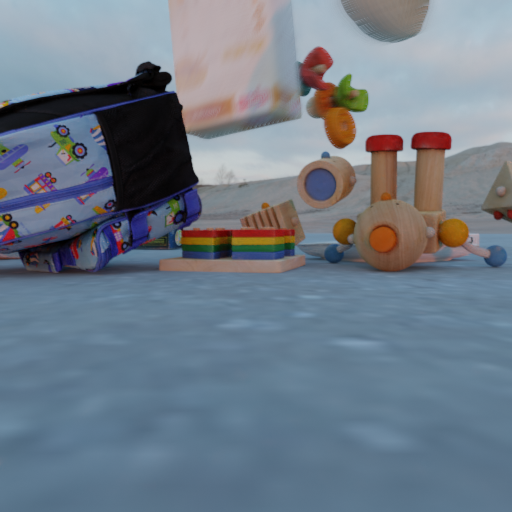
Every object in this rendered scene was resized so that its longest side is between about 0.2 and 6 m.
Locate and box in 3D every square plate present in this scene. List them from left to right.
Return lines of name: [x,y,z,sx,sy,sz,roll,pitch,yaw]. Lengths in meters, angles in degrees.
square plate: [1.678,-0.066,7.334,1.712,0.246,1.728,-3,4,-37]

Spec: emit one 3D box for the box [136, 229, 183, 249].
box: [-3.072,-1.271,11.343,3.300,2.254,0.622,1,3,20]

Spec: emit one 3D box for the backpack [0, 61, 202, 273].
backpack: [-1.997,-0.655,5.178,2.200,1.622,2.410,1,23,40]

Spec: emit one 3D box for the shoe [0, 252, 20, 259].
shoe: [-4.056,-0.382,7.145,1.263,0.992,2.776,0,-3,39]

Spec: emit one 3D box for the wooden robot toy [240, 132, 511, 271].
wooden robot toy: [1.223,-0.459,5.584,3.284,1.447,1.490,1,14,24]

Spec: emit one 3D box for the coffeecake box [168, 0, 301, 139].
coffeecake box: [-0.269,-2.427,6.652,1.373,1.789,0.654,-5,0,30]

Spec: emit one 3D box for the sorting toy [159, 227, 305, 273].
sorting toy: [-0.198,-0.085,5.792,1.214,0.425,1.221,1,3,16]

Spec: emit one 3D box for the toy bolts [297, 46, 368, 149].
toy bolts: [1.019,-2.717,10.041,1.144,1.575,1.649,-9,-33,44]

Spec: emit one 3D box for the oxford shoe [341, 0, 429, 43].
oxford shoe: [0.916,-2.463,4.418,0.935,1.217,3.237,4,37,18]

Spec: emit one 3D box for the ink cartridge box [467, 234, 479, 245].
ink cartridge box: [4.378,-0.329,12.093,0.724,0.304,0.528,-2,3,-37]
